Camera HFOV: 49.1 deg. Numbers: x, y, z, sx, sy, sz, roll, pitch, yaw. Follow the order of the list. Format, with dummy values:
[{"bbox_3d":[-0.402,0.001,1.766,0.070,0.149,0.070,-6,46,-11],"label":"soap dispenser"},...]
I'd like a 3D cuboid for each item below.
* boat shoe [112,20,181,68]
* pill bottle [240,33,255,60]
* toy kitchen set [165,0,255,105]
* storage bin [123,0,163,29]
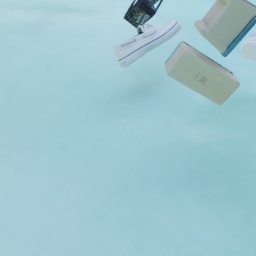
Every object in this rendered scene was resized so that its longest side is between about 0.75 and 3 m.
[{"bbox_3d":[0.621,-2.910,8.892,2.499,0.834,0.919,-38,19,-17],"label":"boat shoe"},{"bbox_3d":[4.075,-2.612,9.079,0.736,0.736,1.231,21,36,24],"label":"pill bottle"},{"bbox_3d":[2.249,-2.439,6.607,1.639,2.783,2.229,26,33,-19],"label":"toy kitchen set"},{"bbox_3d":[0.516,-4.017,9.286,0.937,0.650,1.386,-62,21,-12],"label":"storage bin"}]
